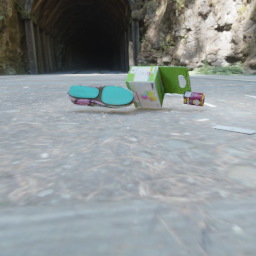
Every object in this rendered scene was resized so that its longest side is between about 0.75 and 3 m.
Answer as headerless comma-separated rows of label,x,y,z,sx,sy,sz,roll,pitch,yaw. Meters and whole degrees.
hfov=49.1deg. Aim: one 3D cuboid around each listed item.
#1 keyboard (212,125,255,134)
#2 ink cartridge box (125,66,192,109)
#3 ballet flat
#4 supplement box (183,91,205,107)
keyboard,3.114,0.044,8.303,0.344,0.065,1.224,-18,20,-41
ink cartridge box,1.282,-1.609,11.304,2.326,1.719,0.881,5,58,22
ballet flat,-1.031,-1.172,11.171,2.765,0.956,0.984,6,-25,10
supplement box,2.711,-1.199,11.509,0.823,0.454,0.353,10,53,22
